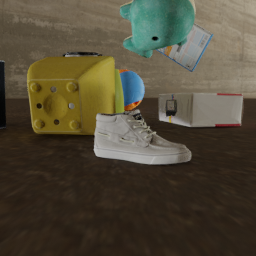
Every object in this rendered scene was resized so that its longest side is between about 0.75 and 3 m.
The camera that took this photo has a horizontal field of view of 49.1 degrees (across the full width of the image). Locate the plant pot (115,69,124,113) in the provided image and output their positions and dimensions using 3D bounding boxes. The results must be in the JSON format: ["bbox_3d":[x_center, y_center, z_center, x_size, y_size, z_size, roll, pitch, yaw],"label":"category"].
[{"bbox_3d":[-0.911,-1.489,11.328,1.713,1.830,1.713,6,7,-1],"label":"plant pot"}]

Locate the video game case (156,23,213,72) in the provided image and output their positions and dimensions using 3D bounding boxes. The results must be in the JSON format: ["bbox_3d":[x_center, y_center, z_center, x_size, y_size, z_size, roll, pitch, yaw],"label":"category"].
[{"bbox_3d":[1.422,-2.760,8.542,1.989,1.423,0.177,35,55,10],"label":"video game case"}]

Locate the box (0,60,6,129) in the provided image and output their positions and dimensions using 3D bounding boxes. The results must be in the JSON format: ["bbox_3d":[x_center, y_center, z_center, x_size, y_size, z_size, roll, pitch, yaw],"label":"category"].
[{"bbox_3d":[-4.232,-0.912,7.571,1.786,1.817,1.126,7,8,39],"label":"box"}]

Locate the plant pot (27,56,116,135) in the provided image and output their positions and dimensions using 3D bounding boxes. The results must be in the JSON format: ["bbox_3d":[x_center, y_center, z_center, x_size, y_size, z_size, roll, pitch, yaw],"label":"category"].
[{"bbox_3d":[-1.337,-0.666,6.424,1.813,1.825,1.867,1,17,8],"label":"plant pot"}]

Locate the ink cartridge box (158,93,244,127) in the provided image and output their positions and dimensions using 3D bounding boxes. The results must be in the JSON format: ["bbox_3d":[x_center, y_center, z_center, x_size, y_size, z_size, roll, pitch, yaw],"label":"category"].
[{"bbox_3d":[2.095,-0.602,8.521,1.651,0.958,2.237,-2,6,-15],"label":"ink cartridge box"}]

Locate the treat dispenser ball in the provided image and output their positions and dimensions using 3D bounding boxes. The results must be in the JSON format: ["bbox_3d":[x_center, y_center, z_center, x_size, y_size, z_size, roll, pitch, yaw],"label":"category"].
[{"bbox_3d":[-0.205,-1.984,14.737,2.138,2.138,2.138,0,7,0],"label":"treat dispenser ball"}]

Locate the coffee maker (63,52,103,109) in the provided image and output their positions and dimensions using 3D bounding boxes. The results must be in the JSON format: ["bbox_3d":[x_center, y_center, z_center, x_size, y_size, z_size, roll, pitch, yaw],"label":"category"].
[{"bbox_3d":[-1.627,-1.444,9.823,1.545,2.294,2.203,-3,8,-28],"label":"coffee maker"}]

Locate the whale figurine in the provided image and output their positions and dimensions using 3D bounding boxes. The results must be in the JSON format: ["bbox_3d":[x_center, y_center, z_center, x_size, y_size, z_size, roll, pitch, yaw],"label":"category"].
[{"bbox_3d":[0.544,-2.155,6.250,1.694,1.105,2.129,22,-26,-16],"label":"whale figurine"}]

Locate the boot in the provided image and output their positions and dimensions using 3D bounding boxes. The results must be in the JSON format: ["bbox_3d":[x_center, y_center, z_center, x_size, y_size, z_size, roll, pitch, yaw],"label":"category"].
[{"bbox_3d":[0.165,0.095,4.081,1.504,0.719,0.553,3,8,21],"label":"boot"}]
